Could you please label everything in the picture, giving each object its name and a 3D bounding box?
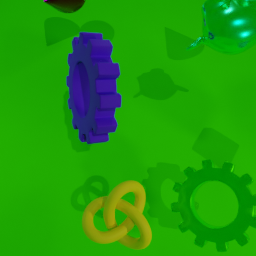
[{"bbox_3d":[1.934,-1.954,5.396,1.834,1.320,1.105,-7,100,-1],"label":"monkey head"},{"bbox_3d":[-2.039,-3.712,7.792,1.418,1.418,1.423,10,40,6],"label":"cone"},{"bbox_3d":[1.592,1.383,5.123,1.574,0.291,1.574,-6,77,25],"label":"gear"},{"bbox_3d":[-0.066,1.384,4.162,1.061,0.490,0.993,-37,90,-2],"label":"knot shape"},{"bbox_3d":[-0.716,-0.721,5.263,0.370,2.002,2.002,-6,56,-26],"label":"gear"}]
